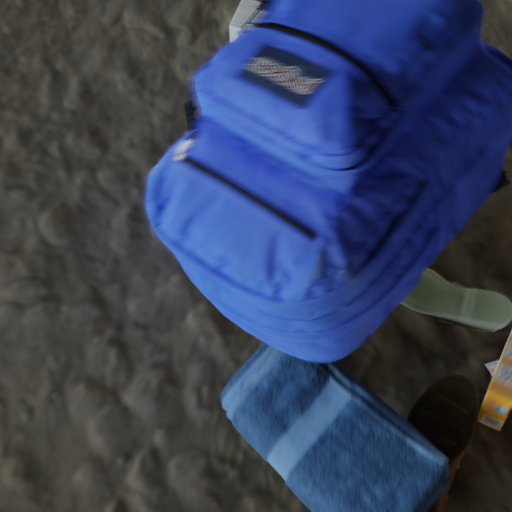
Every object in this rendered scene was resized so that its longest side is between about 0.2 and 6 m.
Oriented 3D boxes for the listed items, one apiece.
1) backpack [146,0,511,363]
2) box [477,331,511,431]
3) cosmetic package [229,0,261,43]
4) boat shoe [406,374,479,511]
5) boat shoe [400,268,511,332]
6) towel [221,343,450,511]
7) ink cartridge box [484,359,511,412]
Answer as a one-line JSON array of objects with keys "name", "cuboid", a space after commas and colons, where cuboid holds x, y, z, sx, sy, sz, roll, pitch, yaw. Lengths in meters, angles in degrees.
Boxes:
[{"name": "backpack", "cuboid": [0.770, -1.306, 7.917, 3.871, 3.997, 4.763, 33, 78, 33]}, {"name": "box", "cuboid": [3.935, 1.514, 8.471, 0.418, 1.201, 2.017, 24, 63, 27]}, {"name": "cosmetic package", "cuboid": [-0.099, -4.547, 11.123, 0.641, 0.637, 0.766, 21, 73, 7]}, {"name": "boat shoe", "cuboid": [2.577, 3.014, 8.384, 0.925, 0.875, 2.573, 23, 73, 25]}, {"name": "boat shoe", "cuboid": [3.093, 0.746, 9.238, 2.097, 0.631, 0.748, 20, 77, 25]}, {"name": "towel", "cuboid": [1.018, 2.583, 8.100, 1.807, 0.785, 3.236, -45, 61, -9]}, {"name": "ink cartridge box", "cuboid": [4.267, 1.994, 8.984, 0.845, 0.186, 0.861, -16, 41, -2]}]
